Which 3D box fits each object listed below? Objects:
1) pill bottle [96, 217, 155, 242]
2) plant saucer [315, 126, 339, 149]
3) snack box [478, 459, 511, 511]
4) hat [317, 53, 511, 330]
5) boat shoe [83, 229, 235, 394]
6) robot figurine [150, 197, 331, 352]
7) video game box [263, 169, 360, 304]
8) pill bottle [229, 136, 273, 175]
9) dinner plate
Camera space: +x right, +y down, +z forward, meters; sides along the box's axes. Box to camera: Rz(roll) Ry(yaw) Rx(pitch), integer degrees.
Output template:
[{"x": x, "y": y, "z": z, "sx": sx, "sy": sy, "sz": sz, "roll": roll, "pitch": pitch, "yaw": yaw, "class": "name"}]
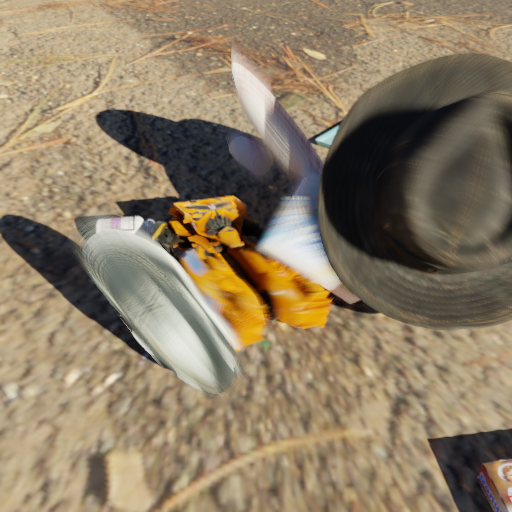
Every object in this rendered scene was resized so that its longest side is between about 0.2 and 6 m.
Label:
[{"x": -2.122, "y": -0.376, "z": 9.212, "sx": 0.937, "sy": 0.526, "sz": 0.526, "roll": -4, "pitch": 36, "yaw": -7, "class": "pill bottle"}, {"x": 2.120, "y": -2.826, "z": 12.880, "sx": 0.649, "sy": 0.176, "sz": 1.856, "roll": 25, "pitch": 44, "yaw": 30, "class": "plant saucer"}, {"x": 3.640, "y": 2.386, "z": 5.593, "sx": 2.569, "sy": 0.312, "sz": 0.924, "roll": -5, "pitch": 36, "yaw": -6, "class": "snack box"}, {"x": 2.444, "y": -0.933, "z": 6.701, "sx": 3.684, "sy": 3.684, "sz": 1.486, "roll": 6, "pitch": -6, "yaw": 8, "class": "hat"}, {"x": -0.975, "y": 0.642, "z": 6.113, "sx": 0.855, "sy": 2.263, "sz": 0.683, "roll": -40, "pitch": 26, "yaw": 11, "class": "boat shoe"}, {"x": -0.307, "y": 0.045, "z": 8.177, "sx": 2.135, "sy": 0.857, "sz": 2.945, "roll": -11, "pitch": 41, "yaw": -30, "class": "robot figurine"}, {"x": 1.046, "y": -0.278, "z": 7.867, "sx": 1.490, "sy": 0.349, "sz": 1.357, "roll": 33, "pitch": 62, "yaw": -5, "class": "video game box"}, {"x": -0.114, "y": -1.911, "z": 10.583, "sx": 0.483, "sy": 0.483, "sz": 0.852, "roll": -23, "pitch": 45, "yaw": -28, "class": "pill bottle"}, {"x": 0.371, "y": -2.089, "z": 9.286, "sx": 0.311, "sy": 2.562, "sz": 2.562, "roll": -36, "pitch": 32, "yaw": 18, "class": "dinner plate"}]
